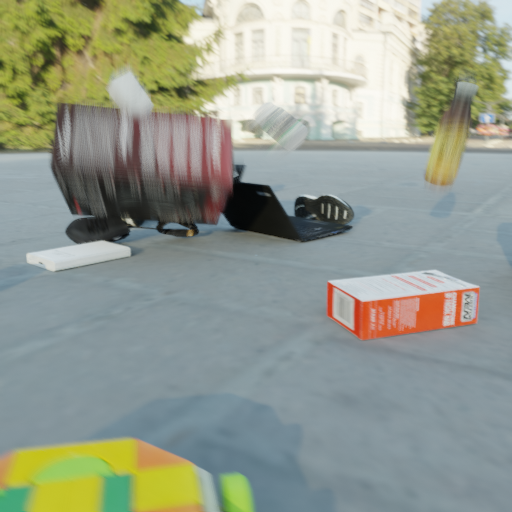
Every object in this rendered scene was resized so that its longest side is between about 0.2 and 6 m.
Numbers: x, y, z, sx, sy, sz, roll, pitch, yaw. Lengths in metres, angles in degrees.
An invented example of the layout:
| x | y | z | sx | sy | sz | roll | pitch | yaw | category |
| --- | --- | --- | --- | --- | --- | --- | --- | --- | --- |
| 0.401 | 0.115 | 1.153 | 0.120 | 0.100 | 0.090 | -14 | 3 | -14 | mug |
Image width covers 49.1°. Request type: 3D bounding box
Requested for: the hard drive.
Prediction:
| x | y | z | sx | sy | sz | roll | pitch | yaw | category |
| --- | --- | --- | --- | --- | --- | --- | --- | --- | --- |
| -3.023 | -0.015 | 9.593 | 0.942 | 0.188 | 1.429 | 12 | 17 | 41 | hard drive |

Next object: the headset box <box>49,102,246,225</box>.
| x | y | z | sx | sy | sz | roll | pitch | yaw | category |
| --- | --- | --- | --- | --- | --- | --- | --- | --- | --- |
| -1.729 | -1.449 | 9.608 | 3.044 | 1.176 | 2.265 | 2 | -14 | -9 | headset box |

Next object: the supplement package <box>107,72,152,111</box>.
| x | y | z | sx | sy | sz | roll | pitch | yaw | category |
| --- | --- | --- | --- | --- | --- | --- | --- | --- | --- |
| -2.438 | -3.056 | 10.819 | 0.451 | 0.771 | 0.452 | -38 | 7 | -24 | supplement package |

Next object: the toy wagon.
| x | y | z | sx | sy | sz | roll | pitch | yaw | category |
| --- | --- | --- | --- | --- | --- | --- | --- | --- | --- |
| -0.803 | 1.567 | 2.299 | 1.823 | 0.465 | 2.350 | -3 | 13 | -11 | toy wagon |

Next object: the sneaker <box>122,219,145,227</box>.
| x | y | z | sx | sy | sz | roll | pitch | yaw | category |
| --- | --- | --- | --- | --- | --- | --- | --- | --- | --- |
| -3.145 | -1.285 | 13.522 | 1.312 | 0.860 | 2.280 | 4 | 16 | 8 | sneaker |

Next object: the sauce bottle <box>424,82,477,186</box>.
| x | y | z | sx | sy | sz | roll | pitch | yaw | category |
| --- | --- | --- | --- | --- | --- | --- | --- | --- | --- |
| 3.262 | -2.019 | 9.364 | 0.559 | 1.693 | 0.559 | 3 | 31 | -2 | sauce bottle |

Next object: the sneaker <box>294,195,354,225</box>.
| x | y | z | sx | sy | sz | roll | pitch | yaw | category |
| --- | --- | --- | --- | --- | --- | --- | --- | --- | --- |
| 1.690 | -1.123 | 13.272 | 0.757 | 0.706 | 1.909 | -3 | 12 | -31 | sneaker |

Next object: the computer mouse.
| x | y | z | sx | sy | sz | roll | pitch | yaw | category |
| --- | --- | --- | --- | --- | --- | --- | --- | --- | --- |
| -2.345 | -0.415 | 10.836 | 2.557 | 0.435 | 0.750 | -2 | -28 | -18 | computer mouse |

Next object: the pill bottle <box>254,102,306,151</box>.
| x | y | z | sx | sy | sz | roll | pitch | yaw | category |
| --- | --- | --- | --- | --- | --- | --- | --- | --- | --- |
| 0.311 | -1.733 | 7.425 | 0.386 | 0.386 | 0.682 | -13 | 49 | -44 | pill bottle |

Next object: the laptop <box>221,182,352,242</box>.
| x | y | z | sx | sy | sz | roll | pitch | yaw | category |
| --- | --- | --- | --- | --- | --- | --- | --- | --- | --- |
| 0.424 | -1.081 | 11.762 | 2.459 | 1.270 | 2.179 | -15 | 20 | -40 | laptop |

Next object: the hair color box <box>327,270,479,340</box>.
| x | y | z | sx | sy | sz | roll | pitch | yaw | category |
| --- | --- | --- | --- | --- | --- | --- | --- | --- | --- |
| 1.706 | 0.547 | 6.587 | 1.544 | 0.494 | 0.856 | -6 | 14 | -18 | hair color box |
